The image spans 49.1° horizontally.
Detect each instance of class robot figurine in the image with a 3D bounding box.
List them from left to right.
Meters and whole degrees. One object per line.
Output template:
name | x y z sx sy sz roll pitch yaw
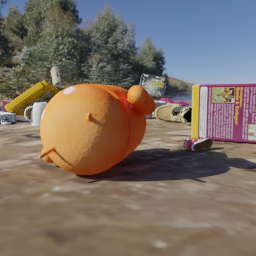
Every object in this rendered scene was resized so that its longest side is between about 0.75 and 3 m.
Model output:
robot figurine | -0.549 -0.059 5.344 1.983 1.608 2.757 7 9 15

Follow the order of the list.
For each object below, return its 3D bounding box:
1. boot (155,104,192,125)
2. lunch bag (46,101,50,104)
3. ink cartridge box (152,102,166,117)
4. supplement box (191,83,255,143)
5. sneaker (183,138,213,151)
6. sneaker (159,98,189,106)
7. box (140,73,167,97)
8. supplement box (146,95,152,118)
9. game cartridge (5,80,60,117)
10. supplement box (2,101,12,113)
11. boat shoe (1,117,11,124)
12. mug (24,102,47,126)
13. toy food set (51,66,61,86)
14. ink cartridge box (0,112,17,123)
boot | 2.401 -0.624 12.882 2.462 0.896 1.913 6 7 11
lunch bag | -3.748 -1.087 15.685 1.525 1.143 1.798 2 17 27
ink cartridge box | 1.676 -1.108 16.627 1.189 0.878 0.509 4 17 35
supplement box | 3.310 -0.482 8.372 2.578 1.688 1.331 5 8 27
sneaker | 1.757 0.384 7.098 0.810 0.288 0.455 -8 14 -38
sneaker | 2.921 -1.173 17.113 2.126 0.865 0.938 18 -18 10
box | 1.111 -1.911 12.560 1.143 0.905 0.276 14 8 16
supplement box | 0.246 -1.211 15.595 2.157 1.359 0.793 -2 8 -24
game cartridge | -4.988 -1.504 15.107 2.419 0.445 2.744 -35 -2 0
supplement box | -7.607 -1.380 18.749 0.728 0.924 1.411 3 9 24
boat shoe | -5.618 -0.349 12.832 0.348 0.329 0.971 -4 8 -31
mug | -3.946 -0.614 12.274 1.133 0.994 0.837 -4 8 -27
toy food set | -3.045 -2.197 11.900 0.279 0.664 0.925 -11 2 -23
ink cartridge box | -6.785 -0.526 13.832 1.786 0.448 2.058 -7 10 -43
